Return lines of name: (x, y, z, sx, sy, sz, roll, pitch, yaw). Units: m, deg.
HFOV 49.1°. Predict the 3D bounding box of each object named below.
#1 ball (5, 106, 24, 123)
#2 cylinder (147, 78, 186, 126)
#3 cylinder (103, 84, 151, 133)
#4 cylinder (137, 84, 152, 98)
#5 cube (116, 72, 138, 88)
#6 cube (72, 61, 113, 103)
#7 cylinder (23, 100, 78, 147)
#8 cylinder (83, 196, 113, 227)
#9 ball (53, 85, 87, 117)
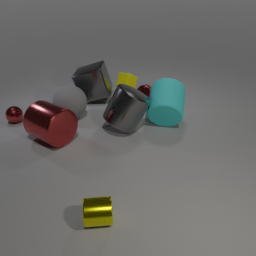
ball: (-4.682, -0.555, 11.548, 0.700, 0.700, 0.700, 0, 29, 0)
cylinder: (1.541, -1.014, 11.164, 1.400, 1.400, 1.400, 6, 57, 10)
cylinder: (-0.050, -0.755, 10.689, 1.400, 1.400, 1.400, 26, 19, -10)
cylinder: (0.801, -1.725, 13.455, 0.700, 0.700, 0.700, 9, 16, 16)
cube: (-0.061, -2.353, 14.152, 0.700, 0.700, 0.700, 17, 2, 41)
cube: (-1.650, -2.193, 13.314, 1.400, 1.400, 1.400, -14, 27, 11)
cylinder: (-2.786, -0.169, 10.114, 1.400, 1.400, 1.400, 20, 35, 32)
cylinder: (-0.737, 2.050, 6.892, 0.700, 0.700, 0.700, -3, 30, -5)
ball: (-2.421, -1.080, 11.716, 1.400, 1.400, 1.400, 0, 29, 0)
